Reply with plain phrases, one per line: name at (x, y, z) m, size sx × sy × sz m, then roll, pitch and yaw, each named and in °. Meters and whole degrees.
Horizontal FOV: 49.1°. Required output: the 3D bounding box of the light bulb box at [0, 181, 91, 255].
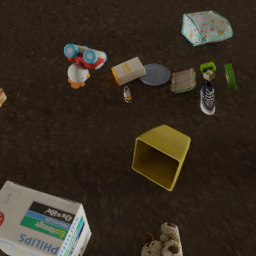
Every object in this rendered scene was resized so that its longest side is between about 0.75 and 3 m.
light bulb box at (-2.373, 2.807, 7.614) m, size 2.235 × 2.255 × 1.407 m, roll 14°, pitch 52°, yaw 11°

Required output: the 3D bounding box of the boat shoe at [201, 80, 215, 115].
boat shoe at (3.440, -1.357, 11.999) m, size 0.586 × 0.728 × 1.570 m, roll 0°, pitch 50°, yaw 0°

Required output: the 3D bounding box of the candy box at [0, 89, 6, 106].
candy box at (-6.556, -1.212, 11.958) m, size 2.172 × 0.601 × 1.254 m, roll 9°, pitch 51°, yaw 8°

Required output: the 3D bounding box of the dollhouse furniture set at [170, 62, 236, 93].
dollhouse furniture set at (3.343, -2.041, 12.640) m, size 2.739 × 1.057 × 1.369 m, roll -12°, pitch 44°, yaw 19°

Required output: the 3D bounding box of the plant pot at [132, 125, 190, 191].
plant pot at (1.275, 0.866, 9.730) m, size 1.631 × 1.631 × 1.439 m, roll 28°, pitch 47°, yaw 21°

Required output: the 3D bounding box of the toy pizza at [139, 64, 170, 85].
toy pizza at (1.241, -2.493, 13.248) m, size 1.500 × 0.238 × 1.500 m, roll 0°, pitch 52°, yaw 0°

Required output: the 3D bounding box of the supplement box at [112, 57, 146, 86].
supplement box at (0.026, -2.641, 13.034) m, size 1.357 × 0.499 × 0.855 m, roll -23°, pitch 53°, yaw -1°

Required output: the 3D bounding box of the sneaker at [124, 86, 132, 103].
sneaker at (-0.029, -1.484, 12.333) m, size 0.310 × 0.373 × 0.828 m, roll -12°, pitch 52°, yaw -10°

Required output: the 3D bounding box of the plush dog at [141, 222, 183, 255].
plush dog at (0.947, 3.537, 8.027) m, size 1.159 × 1.082 × 1.349 m, roll -11°, pitch 21°, yaw 9°

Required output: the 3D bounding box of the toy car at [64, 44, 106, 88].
toy car at (-1.544, -2.038, 9.656) m, size 1.288 × 1.456 × 1.342 m, roll 18°, pitch 16°, yaw 6°

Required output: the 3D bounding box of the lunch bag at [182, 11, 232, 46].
lunch bag at (4.120, -5.137, 14.706) m, size 1.890 × 1.353 × 2.218 m, roll -13°, pitch 46°, yaw -11°
